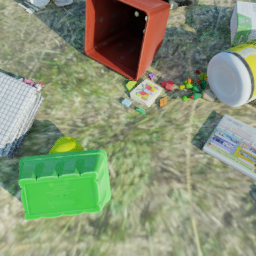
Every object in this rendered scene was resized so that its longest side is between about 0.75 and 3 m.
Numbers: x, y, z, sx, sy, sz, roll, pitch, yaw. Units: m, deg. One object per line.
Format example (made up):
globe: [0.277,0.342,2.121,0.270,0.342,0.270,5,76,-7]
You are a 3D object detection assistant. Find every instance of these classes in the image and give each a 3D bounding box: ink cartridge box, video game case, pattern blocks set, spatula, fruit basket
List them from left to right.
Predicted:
spatula: [-3.872,-4.871,11.136,1.016,0.082,0.706,37,64,23]
fruit basket: [-1.425,1.069,6.465,2.106,1.519,2.106,-5,12,1]
pattern blocks set: [0.571,-1.077,8.468,1.372,0.127,1.561,21,58,14]
video game case: [2.951,0.453,7.381,1.526,0.168,1.389,31,60,19]
ink cartridge box: [4.687,-3.508,9.695,2.030,0.888,1.475,8,56,7]

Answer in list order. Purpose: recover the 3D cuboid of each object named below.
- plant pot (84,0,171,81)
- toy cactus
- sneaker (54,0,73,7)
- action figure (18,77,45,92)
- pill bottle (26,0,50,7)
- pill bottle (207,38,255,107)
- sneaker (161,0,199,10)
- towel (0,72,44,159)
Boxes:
plant pot: [0.119,-3.194,8.843,2.200,2.198,1.939,33,49,21]
toy cactus: [2.133,-1.171,8.316,1.059,0.656,1.283,34,53,10]
sneaker: [-2.854,-6.173,11.389,1.035,1.135,2.769,-20,58,-13]
action figure: [-3.006,-1.041,8.118,1.277,0.855,0.951,-21,21,-6]
pill bottle: [-3.778,-5.623,10.979,1.139,1.139,2.029,-25,57,-16]
pill bottle: [3.858,-1.811,8.090,2.831,1.586,1.586,-24,59,-17]
sneaker: [1.860,-4.866,10.868,1.689,0.561,0.764,15,59,14]
towel: [-3.296,-0.364,7.294,1.634,0.844,1.973,21,81,16]
